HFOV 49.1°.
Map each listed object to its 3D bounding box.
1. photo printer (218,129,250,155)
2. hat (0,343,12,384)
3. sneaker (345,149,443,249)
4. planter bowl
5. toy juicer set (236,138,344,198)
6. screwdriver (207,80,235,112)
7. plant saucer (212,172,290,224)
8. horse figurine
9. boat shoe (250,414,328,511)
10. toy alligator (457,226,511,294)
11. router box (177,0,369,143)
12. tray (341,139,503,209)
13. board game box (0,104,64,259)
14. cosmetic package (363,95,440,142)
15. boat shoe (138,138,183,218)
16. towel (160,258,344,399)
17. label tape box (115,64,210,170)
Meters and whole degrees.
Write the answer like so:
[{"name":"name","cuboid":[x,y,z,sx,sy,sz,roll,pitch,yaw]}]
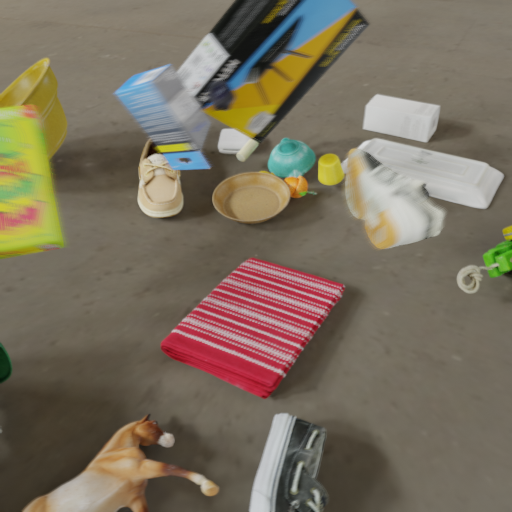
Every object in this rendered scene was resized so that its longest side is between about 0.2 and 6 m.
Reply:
[{"name":"photo printer","cuboid":[-0.517,-2.789,13.728,0.799,0.333,0.960,2,36,2]},{"name":"hat","cuboid":[-4.007,1.756,6.477,2.092,1.733,1.842,-4,44,18]},{"name":"sneaker","cuboid":[1.512,-0.667,6.326,0.764,0.659,1.742,-7,39,-5]},{"name":"planter bowl","cuboid":[-5.130,-2.689,12.263,3.192,1.330,3.192,-28,38,25]},{"name":"toy juicer set","cuboid":[0.542,-2.012,12.491,1.682,0.719,2.644,-36,50,-15]},{"name":"screwdriver","cuboid":[-0.424,-2.007,7.131,0.329,0.343,2.360,-1,15,-2]},{"name":"plant saucer","cuboid":[-0.093,-1.125,11.343,1.567,0.277,1.567,-3,45,3]},{"name":"horse figurine","cuboid":[-1.680,2.761,5.714,1.828,0.688,2.758,18,44,41]},{"name":"boat shoe","cuboid":[0.398,2.538,6.014,0.750,0.762,2.115,3,34,11]},{"name":"toy alligator","cuboid":[4.372,-0.011,9.549,3.186,0.945,0.864,-19,-1,-22]},{"name":"router box","cuboid":[0.305,-3.788,10.365,2.340,3.137,0.801,14,37,-54]},{"name":"tray","cuboid":[3.698,-2.011,12.636,3.373,0.374,1.811,20,39,25]},{"name":"board game box","cuboid":[-3.636,-1.094,8.318,1.090,0.511,2.146,-11,81,-12]},{"name":"cosmetic package","cuboid":[3.746,-3.584,14.489,1.705,0.723,0.917,18,41,24]},{"name":"boat shoe","cuboid":[-2.076,-1.736,11.794,0.955,0.896,2.590,-8,37,-10]},{"name":"towel","cuboid":[0.021,0.960,8.611,1.902,0.296,2.630,17,37,25]},{"name":"label tape box","cuboid":[-1.092,-1.750,7.264,0.941,1.305,0.413,10,54,50]}]
